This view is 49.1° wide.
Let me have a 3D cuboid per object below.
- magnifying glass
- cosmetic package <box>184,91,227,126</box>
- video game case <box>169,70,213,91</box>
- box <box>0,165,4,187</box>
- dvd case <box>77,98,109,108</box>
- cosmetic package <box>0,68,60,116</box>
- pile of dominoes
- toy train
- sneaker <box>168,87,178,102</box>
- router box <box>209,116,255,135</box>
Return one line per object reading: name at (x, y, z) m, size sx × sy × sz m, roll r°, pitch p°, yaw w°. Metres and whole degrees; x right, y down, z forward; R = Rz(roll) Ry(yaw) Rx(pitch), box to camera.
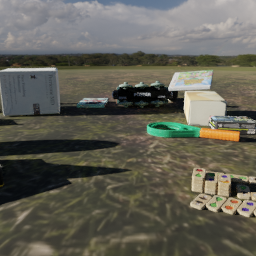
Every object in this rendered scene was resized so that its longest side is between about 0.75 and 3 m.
magnifying glass at (2.015, 0.131, 8.956) m, size 2.898 × 0.325 × 1.154 m, roll 4°, pitch 15°, yaw 23°
cosmetic package at (3.040, -0.863, 11.338) m, size 1.397 × 0.944 × 2.656 m, roll 2°, pitch 15°, yaw 6°
video game case at (2.174, -1.634, 9.576) m, size 1.366 × 0.151 × 1.243 m, roll 0°, pitch 35°, yaw 21°
box at (-3.561, 0.875, 5.763) m, size 1.463 × 0.452 × 1.832 m, roll -13°, pitch 20°, yaw -36°
dvd case at (-1.780, -1.318, 14.523) m, size 1.389 × 0.209 × 1.903 m, roll 1°, pitch 14°, yaw 4°
cosmetic package at (-4.257, -1.668, 12.490) m, size 2.304 × 1.899 × 1.901 m, roll -4°, pitch 15°, yaw -11°
pile of dominoes at (2.205, 1.101, 5.141) m, size 2.007 × 0.320 × 1.564 m, roll 4°, pitch 15°, yaw 17°
toy train at (0.714, -1.630, 14.022) m, size 2.946 × 1.255 × 1.679 m, roll -1°, pitch 2°, yaw 5°
sneaker at (2.178, -1.882, 15.600) m, size 0.993 × 0.831 × 2.244 m, roll 4°, pitch 6°, yaw 15°
router box at (3.527, -0.112, 9.513) m, size 1.373 × 0.427 × 1.029 m, roll 1°, pitch 15°, yaw 4°
